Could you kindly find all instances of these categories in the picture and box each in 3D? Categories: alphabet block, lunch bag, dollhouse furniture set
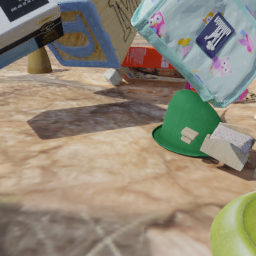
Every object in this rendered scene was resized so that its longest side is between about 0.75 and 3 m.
[{"bbox_3d":[-1.237,-3.710,8.899,2.536,2.550,2.596,9,61,26],"label":"alphabet block"},{"bbox_3d":[0.981,-1.350,3.580,1.126,1.573,1.846,-22,35,50],"label":"lunch bag"},{"bbox_3d":[2.347,-0.016,5.367,2.048,1.000,1.747,28,31,20],"label":"dollhouse furniture set"}]

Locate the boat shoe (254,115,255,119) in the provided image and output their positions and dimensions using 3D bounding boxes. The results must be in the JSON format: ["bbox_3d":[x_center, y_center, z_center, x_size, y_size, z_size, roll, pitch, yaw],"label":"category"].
[{"bbox_3d":[3.758,-0.248,7.596,0.393,0.463,1.271,49,25,2],"label":"boat shoe"}]

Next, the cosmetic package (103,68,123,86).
[{"bbox_3d":[-0.649,-2.143,11.766,0.490,0.414,0.948,-38,29,-2],"label":"cosmetic package"}]

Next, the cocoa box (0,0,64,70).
[{"bbox_3d":[-3.050,-2.516,6.334,2.648,1.766,1.738,-32,3,-9],"label":"cocoa box"}]

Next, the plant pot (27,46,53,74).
[{"bbox_3d":[-4.481,-3.489,14.050,1.254,1.346,1.254,1,23,0],"label":"plant pot"}]

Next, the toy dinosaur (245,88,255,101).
[{"bbox_3d":[4.335,-1.083,9.685,0.587,0.338,1.160,7,25,-26],"label":"toy dinosaur"}]

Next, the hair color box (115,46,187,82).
[{"bbox_3d":[0.986,-2.667,11.773,2.990,0.956,1.658,5,-7,16],"label":"hair color box"}]

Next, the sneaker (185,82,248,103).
[{"bbox_3d":[3.075,-1.410,9.663,2.040,0.830,0.900,13,28,27],"label":"sneaker"}]

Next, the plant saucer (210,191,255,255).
[{"bbox_3d":[2.326,1.429,3.344,2.575,0.400,2.575,0,23,0],"label":"plant saucer"}]

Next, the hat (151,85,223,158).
[{"bbox_3d":[1.487,-0.755,6.395,1.973,2.096,2.382,-17,28,-36],"label":"hat"}]
